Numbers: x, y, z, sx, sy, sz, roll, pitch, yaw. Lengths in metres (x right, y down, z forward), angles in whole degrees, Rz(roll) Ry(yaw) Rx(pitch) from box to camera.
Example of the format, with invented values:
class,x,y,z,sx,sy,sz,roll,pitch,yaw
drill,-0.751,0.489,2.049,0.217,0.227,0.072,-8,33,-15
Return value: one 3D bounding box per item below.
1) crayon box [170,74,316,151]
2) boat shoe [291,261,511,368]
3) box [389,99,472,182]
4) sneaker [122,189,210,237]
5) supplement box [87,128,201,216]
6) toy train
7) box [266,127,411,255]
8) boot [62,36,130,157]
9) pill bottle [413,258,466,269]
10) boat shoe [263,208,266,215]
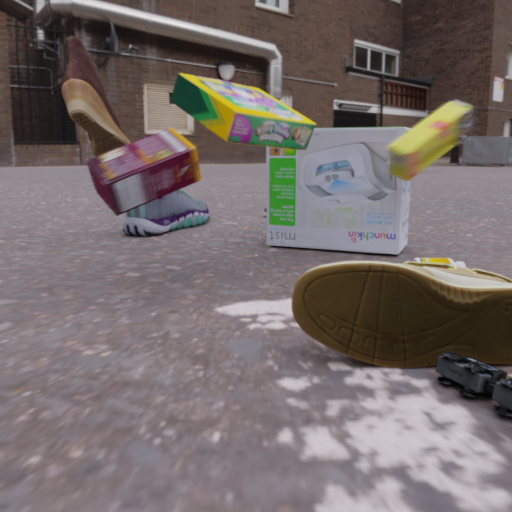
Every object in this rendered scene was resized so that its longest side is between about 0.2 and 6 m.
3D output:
class,x,y,z,sx,sy,sz,roll,pitch,yaw
crayon box,-0.184,-2.155,8.463,1.697,0.495,1.464,-5,38,-44
boat shoe,1.672,0.557,5.615,2.719,1.006,0.903,9,7,-3
box,2.796,-1.862,8.964,1.565,0.589,0.392,-35,49,-20
sneaker,-2.051,-1.427,13.693,1.255,1.476,3.372,4,13,17
supplement box,-1.500,-1.152,7.564,1.299,0.556,0.717,-27,46,-21
toy train,2.123,1.143,4.208,0.436,0.325,1.903,8,7,-25
box,1.625,-1.327,11.053,2.661,2.348,1.286,5,12,22
boot,-3.119,-3.029,11.272,0.810,1.863,2.240,-14,-26,9
pill bottle,2.707,0.235,8.315,0.718,0.405,0.405,1,12,0
boat shoe,1.153,-1.361,15.535,1.921,0.603,0.698,1,12,6
